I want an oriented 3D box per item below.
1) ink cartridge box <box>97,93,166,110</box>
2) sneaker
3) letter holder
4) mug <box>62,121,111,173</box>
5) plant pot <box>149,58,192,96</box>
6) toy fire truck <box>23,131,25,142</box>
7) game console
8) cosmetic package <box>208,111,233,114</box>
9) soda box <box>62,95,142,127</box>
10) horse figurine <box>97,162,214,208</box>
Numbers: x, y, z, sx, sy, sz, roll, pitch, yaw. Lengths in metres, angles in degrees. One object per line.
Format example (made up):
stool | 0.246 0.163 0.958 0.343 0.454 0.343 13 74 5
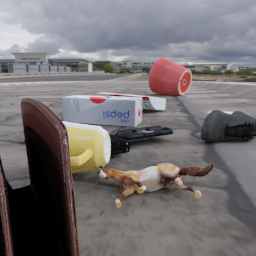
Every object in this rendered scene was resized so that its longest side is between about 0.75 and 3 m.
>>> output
ink cartridge box | 0.207 -1.238 13.291 2.230 0.659 2.786 9 7 33
sneaker | 3.050 -0.022 7.979 2.347 0.891 1.065 -11 23 -33
letter holder | -1.491 0.540 3.181 1.175 1.660 2.336 -7 14 -28
mug | -0.922 0.465 5.226 1.077 1.050 1.312 -1 43 8
plant pot | 3.406 -3.829 21.905 2.540 2.870 2.870 24 24 35
toy fire truck | -2.588 0.130 8.057 0.787 0.576 0.895 -5 2 -19
game console | -0.062 0.266 7.394 2.945 0.355 1.737 -7 13 -29
cosmetic package | 3.917 -0.483 11.296 1.309 0.331 0.540 5 14 21
soda box | -0.985 -0.691 10.632 2.966 1.012 0.941 5 13 18
horse figurine | 0.425 0.849 4.566 1.825 0.455 1.209 -8 7 -5
